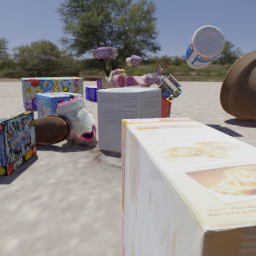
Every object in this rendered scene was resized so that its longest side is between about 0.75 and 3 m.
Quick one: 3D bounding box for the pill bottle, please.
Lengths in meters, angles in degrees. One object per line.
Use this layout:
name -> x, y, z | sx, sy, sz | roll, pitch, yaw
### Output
pill bottle -> 2.337, -2.447, 8.854 | 0.962, 0.962, 1.714 | 0, -3, 1

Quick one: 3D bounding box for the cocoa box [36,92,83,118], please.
cocoa box -> -2.224, -0.583, 9.033 | 1.034, 1.051, 1.576 | -8, 14, -33

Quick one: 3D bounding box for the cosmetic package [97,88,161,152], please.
cosmetic package -> 0.054, -0.215, 6.443 | 1.122, 1.362, 1.124 | 6, 13, 28

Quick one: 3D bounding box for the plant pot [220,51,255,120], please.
plant pot -> 4.716, -1.088, 9.382 | 2.462, 2.462, 2.147 | -6, 32, -27

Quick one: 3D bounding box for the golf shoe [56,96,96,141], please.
golf shoe -> -1.248, -0.062, 7.420 | 0.856, 1.040, 2.273 | -28, -8, -2

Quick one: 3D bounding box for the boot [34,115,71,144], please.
boot -> -2.614, 0.213, 5.976 | 2.042, 0.704, 2.191 | -8, 3, 29

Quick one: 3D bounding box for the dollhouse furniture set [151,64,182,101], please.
dollhouse furniture set -> 1.082, -1.341, 9.121 | 0.805, 1.165, 1.234 | -44, 3, 23

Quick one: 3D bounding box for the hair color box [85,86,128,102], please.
hair color box -> -1.208, -1.968, 16.278 | 1.534, 0.909, 2.806 | -7, 11, -32

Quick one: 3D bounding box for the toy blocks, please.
toy blocks -> 0.256, -2.149, 12.018 | 2.691, 2.880, 2.424 | -11, 9, -42

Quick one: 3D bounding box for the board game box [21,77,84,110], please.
board game box -> -3.674, -1.733, 13.702 | 2.740, 1.437, 1.411 | -6, 14, -24

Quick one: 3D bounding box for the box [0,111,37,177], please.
box -> -2.113, 0.241, 5.301 | 0.273, 0.936, 1.367 | 1, 12, 2

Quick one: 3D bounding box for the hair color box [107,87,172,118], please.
hair color box -> 0.410, -0.611, 8.456 | 1.313, 0.792, 2.588 | 7, 0, 19

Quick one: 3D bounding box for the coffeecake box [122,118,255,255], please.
coffeecake box -> 0.372, 0.739, 1.757 | 0.650, 1.365, 1.778 | -2, 12, -8
